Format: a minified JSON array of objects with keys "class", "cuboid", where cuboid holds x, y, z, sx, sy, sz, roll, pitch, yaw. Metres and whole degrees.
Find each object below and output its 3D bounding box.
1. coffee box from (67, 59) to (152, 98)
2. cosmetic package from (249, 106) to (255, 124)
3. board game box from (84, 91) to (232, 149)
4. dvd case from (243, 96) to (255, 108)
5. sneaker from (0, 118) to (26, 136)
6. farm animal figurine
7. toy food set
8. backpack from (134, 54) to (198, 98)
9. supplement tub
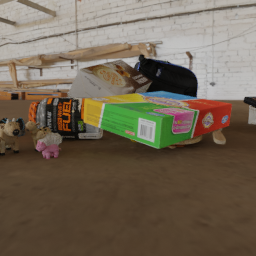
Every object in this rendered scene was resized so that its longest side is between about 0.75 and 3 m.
[{"class":"coffee box","cuboid":[-0.499,-1.351,9.527,1.576,1.099,2.756,38,30,10]},{"class":"cosmetic package","cuboid":[5.765,-0.530,10.828,2.084,0.743,1.057,-5,10,-31]},{"class":"board game box","cuboid":[0.769,-0.351,6.591,2.203,0.581,2.879,18,20,40]},{"class":"dvd case","cuboid":[5.442,-0.448,8.924,2.034,0.250,2.851,-4,27,-24]},{"class":"sneaker","cuboid":[-3.580,-0.029,7.890,1.289,0.528,0.472,-3,8,-20]},{"class":"farm animal figurine","cuboid":[-2.082,0.151,5.624,1.485,0.747,1.199,-1,7,-9]},{"class":"toy food set","cuboid":[0.927,0.188,6.821,2.677,0.537,1.848,7,16,10]},{"class":"backpack","cuboid":[1.570,-1.713,12.817,2.886,2.641,2.121,7,4,-9]},{"class":"supplement tub","cuboid":[-1.568,-0.252,7.331,1.801,1.103,1.103,-1,7,-3]}]
